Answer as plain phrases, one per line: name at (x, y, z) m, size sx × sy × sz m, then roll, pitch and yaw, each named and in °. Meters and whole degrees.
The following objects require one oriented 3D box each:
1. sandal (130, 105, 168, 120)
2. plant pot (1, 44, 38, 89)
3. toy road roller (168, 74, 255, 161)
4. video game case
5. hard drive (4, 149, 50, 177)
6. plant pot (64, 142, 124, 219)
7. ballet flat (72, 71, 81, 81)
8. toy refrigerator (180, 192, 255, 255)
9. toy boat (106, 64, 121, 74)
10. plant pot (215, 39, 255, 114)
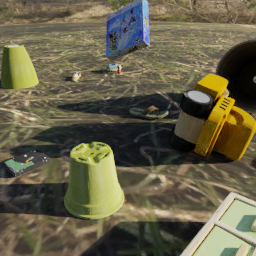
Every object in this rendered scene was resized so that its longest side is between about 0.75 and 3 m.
sandal at (0.757, -0.634, 10.507) m, size 1.497 × 0.427 × 0.594 m, roll 9°, pitch 27°, yaw 17°
plant pot at (-5.527, -3.127, 13.977) m, size 1.789 × 1.912 × 1.789 m, roll 0°, pitch 26°, yaw 0°
toy road roller at (2.638, -0.221, 8.310) m, size 2.068 × 1.741 × 2.833 m, roll 26°, pitch 36°, yaw 18°
video game case at (-0.048, -3.676, 10.497) m, size 1.731 × 1.910 × 0.434 m, roll -14°, pitch -23°, yaw 34°
hard drive at (-2.709, 0.926, 7.542) m, size 1.005 × 0.190 × 0.702 m, roll -23°, pitch 34°, yaw -40°
plant pot at (-0.763, 1.035, 6.109) m, size 1.352 × 1.243 × 1.352 m, roll 0°, pitch 25°, yaw 0°
ballet flat at (-2.821, -2.812, 15.149) m, size 0.357 × 0.328 × 1.042 m, roll 2°, pitch 26°, yaw 5°
toy refrigerator at (1.535, 2.056, 4.419) m, size 0.934 × 0.861 × 2.461 m, roll 20°, pitch 32°, yaw 36°
toy boat at (-0.726, -3.544, 16.436) m, size 0.957 × 0.529 × 1.138 m, roll -13°, pitch 28°, yaw -26°
plant pot at (5.121, -2.000, 11.321) m, size 2.740 × 2.740 × 2.377 m, roll 13°, pitch 12°, yaw 26°
